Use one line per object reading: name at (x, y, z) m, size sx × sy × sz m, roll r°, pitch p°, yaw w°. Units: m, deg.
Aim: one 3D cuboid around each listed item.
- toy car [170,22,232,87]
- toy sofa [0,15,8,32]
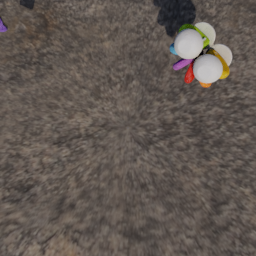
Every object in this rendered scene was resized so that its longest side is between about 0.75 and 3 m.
toy car at (1.724, -1.775, 7.108) m, size 1.666 × 1.249 × 1.458 m, roll 51°, pitch 45°, yaw -3°
toy sofa at (-3.377, -2.271, 6.525) m, size 0.894 × 1.831 × 0.758 m, roll 4°, pitch 94°, yaw -18°
